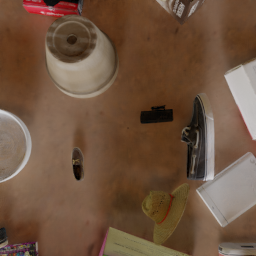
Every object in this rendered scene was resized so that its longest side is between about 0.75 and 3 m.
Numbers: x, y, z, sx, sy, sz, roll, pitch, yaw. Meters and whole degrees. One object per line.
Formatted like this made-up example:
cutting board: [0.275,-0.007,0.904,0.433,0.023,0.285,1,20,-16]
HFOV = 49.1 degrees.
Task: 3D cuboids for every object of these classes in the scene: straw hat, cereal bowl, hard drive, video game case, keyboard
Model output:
straw hat: [0.766,1.925,6.953,0.740,1.748,1.748,31,86,0]
cereal bowl: [-3.569,0.487,7.577,2.016,0.840,2.016,0,84,0]
hard drive: [3.003,1.694,7.770,1.845,0.246,1.217,-35,86,-3]
video game case: [-2.962,3.654,7.624,1.041,0.186,0.944,-8,85,-1]
keyboard: [0.813,-0.400,7.989,0.954,0.189,0.496,-5,85,-1]

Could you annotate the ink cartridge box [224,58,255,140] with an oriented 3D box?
ink cartridge box: [4.435,-1.167,7.442,2.910,1.246,2.148,-23,90,-5]

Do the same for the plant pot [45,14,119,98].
plant pot: [-1.308,-1.977,7.321,2.085,1.809,2.085,0,84,0]

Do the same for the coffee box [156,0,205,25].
coffee box: [1.127,-4.191,7.761,0.903,1.296,2.266,-44,86,-4]

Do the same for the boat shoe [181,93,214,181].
boat shoe: [1.845,0.237,7.638,0.805,0.852,2.376,-2,90,1]

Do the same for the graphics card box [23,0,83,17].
graphics card box: [-2.000,-4.527,8.118,1.587,0.643,2.529,7,86,1]

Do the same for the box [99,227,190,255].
box: [0.441,3.659,6.271,2.533,2.880,1.392,19,85,1]

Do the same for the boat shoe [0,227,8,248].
boat shoe: [-4.101,3.025,7.461,1.683,0.630,0.520,-8,86,-2]

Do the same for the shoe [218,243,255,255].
shoe: [3.382,3.587,7.415,1.924,0.687,0.875,0,86,5]

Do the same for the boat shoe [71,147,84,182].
boat shoe: [-1.406,1.017,7.807,0.348,0.288,0.968,-7,85,-1]
